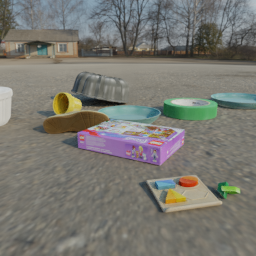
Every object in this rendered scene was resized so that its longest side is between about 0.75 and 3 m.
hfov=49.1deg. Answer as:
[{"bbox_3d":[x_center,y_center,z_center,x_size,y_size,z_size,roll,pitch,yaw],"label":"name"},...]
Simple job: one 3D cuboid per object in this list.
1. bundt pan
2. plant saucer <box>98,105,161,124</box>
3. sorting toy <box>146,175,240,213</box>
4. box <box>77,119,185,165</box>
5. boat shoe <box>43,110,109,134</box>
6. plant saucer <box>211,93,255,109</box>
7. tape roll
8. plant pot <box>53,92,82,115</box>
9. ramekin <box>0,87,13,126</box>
[{"bbox_3d":[-1.256,-2.053,13.705,2.916,1.094,2.916,12,11,-2],"label":"bundt pan"},{"bbox_3d":[0.031,-0.406,10.257,2.319,0.417,2.319,1,16,0],"label":"plant saucer"},{"bbox_3d":[1.236,1.126,5.268,1.568,0.231,1.159,-4,16,-13],"label":"sorting toy"},{"bbox_3d":[0.101,0.294,7.685,2.462,0.481,1.685,9,18,29],"label":"box"},{"bbox_3d":[-1.652,-0.253,9.130,2.097,0.747,0.677,-2,17,-2],"label":"boat shoe"},{"bbox_3d":[5.410,-1.301,13.436,2.787,0.382,2.787,-1,16,0],"label":"plant saucer"},{"bbox_3d":[2.539,-0.817,11.510,2.147,0.516,2.147,0,16,0],"label":"tape roll"},{"bbox_3d":[-2.300,-0.884,10.884,0.908,0.908,0.855,11,3,33],"label":"plant pot"},{"bbox_3d":[-5.381,-0.706,9.842,2.607,1.214,2.607,0,15,0],"label":"ramekin"}]
